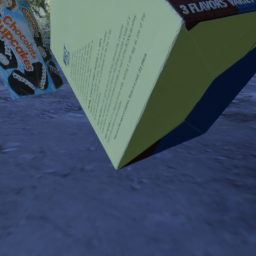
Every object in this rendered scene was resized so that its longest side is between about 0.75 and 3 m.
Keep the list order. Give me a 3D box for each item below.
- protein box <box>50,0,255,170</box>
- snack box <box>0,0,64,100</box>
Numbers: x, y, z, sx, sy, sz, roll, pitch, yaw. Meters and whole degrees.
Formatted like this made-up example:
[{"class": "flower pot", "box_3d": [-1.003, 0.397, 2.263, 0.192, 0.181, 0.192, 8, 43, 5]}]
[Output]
[{"class": "protein box", "box_3d": [0.245, -1.412, 4.063, 1.858, 2.734, 2.754, -20, 64, -25]}, {"class": "snack box", "box_3d": [-2.536, -1.842, 6.376, 1.347, 2.319, 0.430, -7, 30, 21]}]
